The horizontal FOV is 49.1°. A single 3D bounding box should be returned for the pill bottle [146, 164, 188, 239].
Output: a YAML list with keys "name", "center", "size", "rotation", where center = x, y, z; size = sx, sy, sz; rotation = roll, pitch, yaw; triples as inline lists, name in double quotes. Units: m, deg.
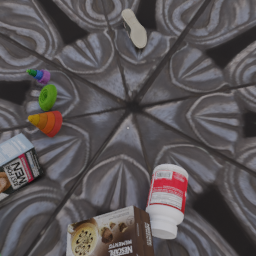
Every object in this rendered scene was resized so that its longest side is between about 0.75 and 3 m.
- name: "pill bottle"
  center: [1.016, 1.924, 7.395]
  size: [0.981, 0.981, 1.748]
  rotation: [12, 56, 6]

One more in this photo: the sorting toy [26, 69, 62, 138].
- name: "sorting toy"
  center: [-2.788, -0.920, 8.751]
  size: [0.887, 0.881, 2.558]
  rotation: [-37, 56, 30]

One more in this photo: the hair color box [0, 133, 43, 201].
- name: "hair color box"
  center: [-3.564, 1.307, 7.279]
  size: [2.457, 1.216, 0.745]
  rotation: [-33, 54, -30]

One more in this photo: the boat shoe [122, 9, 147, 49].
- name: "boat shoe"
  center: [0.262, -3.620, 10.436]
  size: [0.599, 0.510, 1.791]
  rotation: [-22, 72, -1]

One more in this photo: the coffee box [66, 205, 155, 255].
- name: "coffee box"
  center: [-0.458, 2.729, 6.717]
  size: [2.000, 0.798, 1.130]
  rotation: [-22, 50, 23]
